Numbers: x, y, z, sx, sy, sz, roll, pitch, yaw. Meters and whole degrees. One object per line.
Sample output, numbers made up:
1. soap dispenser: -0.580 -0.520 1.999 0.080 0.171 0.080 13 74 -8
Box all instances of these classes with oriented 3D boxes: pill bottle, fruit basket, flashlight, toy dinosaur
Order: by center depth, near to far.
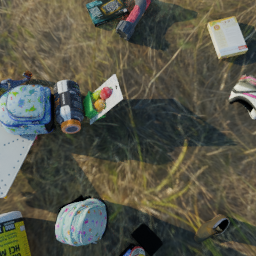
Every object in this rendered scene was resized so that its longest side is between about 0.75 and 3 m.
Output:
1. pill bottle: -3.915 4.232 8.904 1.572 1.572 2.795 -18 77 -4
2. pill bottle: -2.142 -0.743 10.156 0.982 0.982 1.848 -11 63 -3
3. fruit basket: -0.875 -1.032 10.219 1.586 0.743 1.469 -34 45 17
4. toy dinosaur: -4.700 -1.665 10.642 2.189 1.149 1.986 33 60 18
5. flashlight: 0.256 -4.714 11.415 0.751 0.753 2.217 30 78 9

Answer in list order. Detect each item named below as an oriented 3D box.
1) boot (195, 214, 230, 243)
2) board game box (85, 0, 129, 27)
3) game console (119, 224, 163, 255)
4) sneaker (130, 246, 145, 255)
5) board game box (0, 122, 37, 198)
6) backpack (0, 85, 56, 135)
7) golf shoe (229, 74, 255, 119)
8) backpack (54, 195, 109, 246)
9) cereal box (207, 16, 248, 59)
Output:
1. boot: 2.877 3.441 9.567 1.363 0.661 0.509 -37 80 -8
2. board game box: -0.872 -4.982 11.745 1.553 0.219 1.050 -22 78 -5
3. game console: 0.293 4.215 9.625 1.710 0.206 1.008 -44 81 -9
4. sneaker: 0.144 4.738 9.204 0.606 0.639 1.556 19 85 -9
5. board game box: -4.940 0.944 9.843 2.676 0.346 2.676 13 55 3
6. backpack: -3.648 -0.682 9.990 1.857 1.364 1.699 -6 63 -3
7. golf shoe: 5.173 -0.695 10.380 2.918 1.059 1.344 35 83 17
8. backpack: -1.413 2.970 8.915 1.215 1.919 1.601 -7 78 25
9. cereal box: 4.029 -3.673 11.388 1.155 0.317 1.605 -13 77 -3
